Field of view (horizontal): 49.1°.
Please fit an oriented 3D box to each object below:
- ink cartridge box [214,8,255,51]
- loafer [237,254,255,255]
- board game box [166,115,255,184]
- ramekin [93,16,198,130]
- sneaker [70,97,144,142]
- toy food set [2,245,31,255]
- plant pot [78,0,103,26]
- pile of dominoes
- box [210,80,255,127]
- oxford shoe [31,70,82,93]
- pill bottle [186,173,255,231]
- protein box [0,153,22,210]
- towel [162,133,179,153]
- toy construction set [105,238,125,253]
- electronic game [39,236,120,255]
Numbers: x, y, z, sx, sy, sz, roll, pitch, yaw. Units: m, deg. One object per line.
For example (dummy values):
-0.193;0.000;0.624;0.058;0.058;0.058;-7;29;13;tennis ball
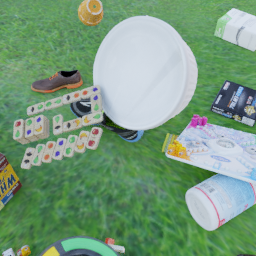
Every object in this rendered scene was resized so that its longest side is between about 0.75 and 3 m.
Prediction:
5.704;-4.886;13.860;2.196;0.922;1.597;35;58;26;ink cartridge box
3.306;3.804;6.664;0.626;0.640;1.754;-15;51;-12;loafer
3.037;0.493;8.714;2.923;0.378;2.923;15;29;24;board game box
0.544;-1.415;7.712;2.926;2.926;1.363;38;23;28;ramekin
-0.781;-0.497;9.880;2.922;1.211;1.036;25;72;21;sneaker
-3.107;3.285;7.145;1.202;0.574;0.541;-27;55;-17;toy food set
-1.335;-4.404;10.478;0.949;0.949;0.869;-20;11;-16;plant pot
-1.851;-0.103;7.386;2.477;0.394;1.931;-16;61;13;pile of dominoes
4.314;-1.008;10.916;1.700;0.425;1.712;26;54;19;box
-2.968;-2.012;11.531;2.084;0.756;0.742;-13;51;-11;oxford shoe
2.859;1.842;7.954;2.233;1.214;1.214;-23;53;-18;pill bottle
-4.319;1.337;8.043;1.744;1.731;1.176;22;53;18;protein box
2.125;0.760;9.596;1.847;0.167;0.795;16;57;12;towel
-1.094;3.662;6.415;1.722;1.210;2.626;-7;37;26;toy construction set
-0.985;3.327;5.839;2.248;0.468;2.248;13;37;-10;electronic game
